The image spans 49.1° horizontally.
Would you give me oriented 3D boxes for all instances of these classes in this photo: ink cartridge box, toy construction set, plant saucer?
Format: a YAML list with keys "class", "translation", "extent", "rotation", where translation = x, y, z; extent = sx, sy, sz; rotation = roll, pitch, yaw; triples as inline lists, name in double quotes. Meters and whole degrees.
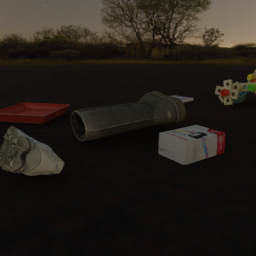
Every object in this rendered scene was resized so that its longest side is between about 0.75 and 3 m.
- class: "ink cartridge box"
  translation: [1.222, 0.293, 5.397]
  extent: [1.055, 0.437, 0.769]
  rotation: [-11, 18, -34]
- class: "toy construction set"
  translation: [4.790, -1.568, 10.499]
  extent: [2.920, 1.345, 1.914]
  rotation: [-18, 46, -29]
- class: "plant saucer"
  translation: [-2.839, -0.449, 8.379]
  extent: [1.677, 0.308, 1.674]
  rotation: [3, 16, 12]

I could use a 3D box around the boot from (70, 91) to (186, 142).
- class: "boot"
  translation: [-0.153, -0.282, 6.986]
  extent: [2.525, 0.916, 2.296]
  rotation: [-17, 8, -18]

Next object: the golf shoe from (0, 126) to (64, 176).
- class: "golf shoe"
  translation: [-1.701, 0.469, 4.779]
  extent: [0.879, 0.708, 1.808]
  rotation: [25, -4, -33]

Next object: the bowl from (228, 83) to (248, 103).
- class: "bowl"
  translation: [4.185, -1.288, 10.792]
  extent: [0.884, 0.462, 0.884]
  rotation: [-16, 39, 13]

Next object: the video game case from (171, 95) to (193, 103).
- class: "video game case"
  translation: [1.901, -1.161, 11.318]
  extent: [1.108, 0.127, 1.010]
  rotation: [-12, 20, -38]
